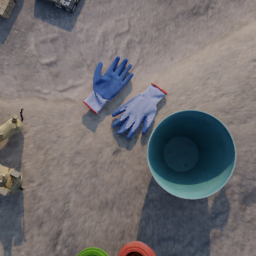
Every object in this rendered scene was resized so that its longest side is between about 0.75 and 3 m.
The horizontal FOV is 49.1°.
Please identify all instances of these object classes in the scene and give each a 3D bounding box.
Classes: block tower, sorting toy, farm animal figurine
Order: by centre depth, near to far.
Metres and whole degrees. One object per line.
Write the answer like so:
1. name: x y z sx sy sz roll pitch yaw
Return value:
1. sorting toy: -0.300 4.189 8.225 2.474 1.015 1.486 -12 70 11
2. farm animal figurine: -4.271 0.625 8.321 2.307 1.437 2.857 -3 81 -19
3. block tower: -3.875 -4.305 9.148 0.415 0.388 1.436 26 85 1

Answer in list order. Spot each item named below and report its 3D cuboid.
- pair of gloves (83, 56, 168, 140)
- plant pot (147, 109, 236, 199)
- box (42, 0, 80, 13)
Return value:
1. pair of gloves: -0.154 -1.001 8.919 2.581 0.294 2.075 39 84 2
2. plant pot: 1.662 0.740 8.100 2.345 1.579 2.345 0 85 0
3. box: -2.229 -4.590 9.209 1.423 0.310 1.140 22 85 2
